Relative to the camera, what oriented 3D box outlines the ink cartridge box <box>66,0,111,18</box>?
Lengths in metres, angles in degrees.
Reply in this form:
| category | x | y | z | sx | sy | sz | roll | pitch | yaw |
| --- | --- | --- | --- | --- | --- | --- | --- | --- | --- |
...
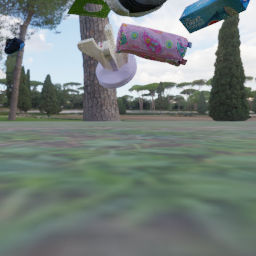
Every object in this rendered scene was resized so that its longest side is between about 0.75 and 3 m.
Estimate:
| category | x | y | z | sx | sy | sz | roll | pitch | yaw |
| --- | --- | --- | --- | --- | --- | --- | --- | --- | --- |
| ink cartridge box | -0.279 | -3.479 | 7.287 | 1.669 | 0.856 | 2.259 | -22 | -15 | -50 |

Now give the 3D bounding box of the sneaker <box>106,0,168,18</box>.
| category | x | y | z | sx | sy | sz | roll | pitch | yaw |
| --- | --- | --- | --- | --- | --- | --- | --- | --- | --- |
| sneaker | 1.013 | -2.891 | 4.848 | 2.955 | 1.115 | 1.681 | -36 | 24 | -28 |

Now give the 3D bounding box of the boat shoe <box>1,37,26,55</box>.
| category | x | y | z | sx | sy | sz | roll | pitch | yaw |
| --- | --- | --- | --- | --- | --- | --- | --- | --- | --- |
| boat shoe | -3.856 | -2.828 | 9.393 | 1.354 | 0.570 | 0.465 | -2 | -41 | 45 |

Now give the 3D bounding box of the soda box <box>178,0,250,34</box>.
| category | x | y | z | sx | sy | sz | roll | pitch | yaw |
| --- | --- | --- | --- | --- | --- | --- | --- | --- | --- |
| soda box | 2.217 | -3.108 | 7.301 | 0.595 | 0.562 | 1.753 | 41 | -26 | -27 |

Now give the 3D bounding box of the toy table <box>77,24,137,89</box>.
| category | x | y | z | sx | sy | sz | roll | pitch | yaw |
| --- | --- | --- | --- | --- | --- | --- | --- | --- | --- |
| toy table | -0.612 | -2.999 | 11.320 | 2.509 | 1.598 | 2.729 | -19 | 39 | -1 |

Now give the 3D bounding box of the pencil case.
| category | x | y | z | sx | sy | sz | roll | pitch | yaw |
| --- | --- | --- | --- | --- | --- | --- | --- | --- | --- |
| pencil case | 0.834 | -2.820 | 9.602 | 2.498 | 1.092 | 1.092 | 12 | 0 | -9 |

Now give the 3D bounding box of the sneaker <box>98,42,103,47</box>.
| category | x | y | z | sx | sy | sz | roll | pitch | yaw |
| --- | --- | --- | --- | --- | --- | --- | --- | --- | --- |
| sneaker | -1.065 | -3.765 | 13.017 | 0.631 | 0.400 | 1.123 | -9 | 31 | 2 |
